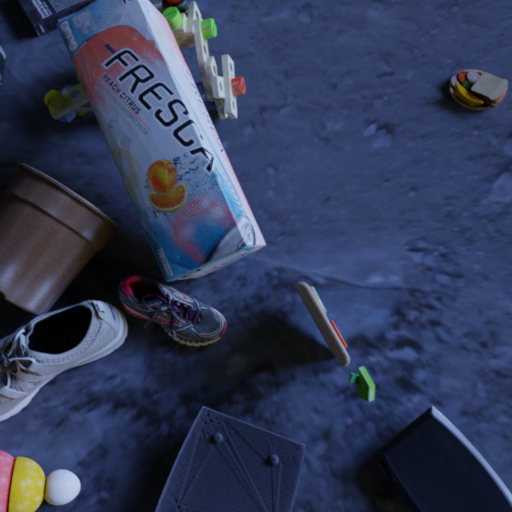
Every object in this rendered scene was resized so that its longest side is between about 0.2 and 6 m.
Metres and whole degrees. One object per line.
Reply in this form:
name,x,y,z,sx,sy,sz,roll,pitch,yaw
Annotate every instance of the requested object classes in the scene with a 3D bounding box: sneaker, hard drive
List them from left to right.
sneaker,-3.491,1.453,8.330,3.057,1.253,1.142,-32,70,-13
sneaker,-1.341,0.871,8.839,1.814,0.677,0.731,21,64,-2
hard drive,-0.477,3.616,7.735,1.748,0.549,2.592,18,73,8
hard drive,2.732,3.245,7.934,1.280,0.402,1.897,-38,71,-2

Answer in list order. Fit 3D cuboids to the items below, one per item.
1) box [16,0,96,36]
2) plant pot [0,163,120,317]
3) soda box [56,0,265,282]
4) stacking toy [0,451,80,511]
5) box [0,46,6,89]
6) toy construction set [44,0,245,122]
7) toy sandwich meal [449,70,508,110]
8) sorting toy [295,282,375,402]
box,-4.024,-5.567,11.815,1.952,0.352,1.396,-29,69,-13
plant pot,-3.469,-0.169,8.827,1.864,1.864,1.845,29,78,12
soda box,-1.429,-1.850,8.822,1.389,1.494,4.370,-25,86,12
stacking toy,-3.451,3.266,7.757,1.925,1.407,1.407,8,66,-16
box,-5.665,-3.401,10.453,1.382,1.157,1.861,-3,66,-1
toy construction set,-1.957,-3.507,10.221,3.529,1.626,2.314,0,67,0
toy sandwich meal,4.284,-3.263,10.818,1.079,0.369,1.079,0,67,0
sorting toy,1.170,1.223,8.284,0.285,1.430,1.935,-30,83,1
